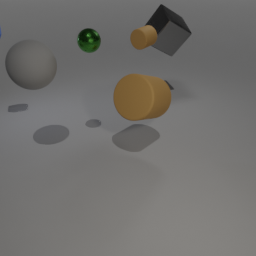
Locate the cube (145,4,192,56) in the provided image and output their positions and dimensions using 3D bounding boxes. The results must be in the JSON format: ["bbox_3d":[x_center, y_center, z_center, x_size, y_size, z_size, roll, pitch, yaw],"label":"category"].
[{"bbox_3d":[1.754,-4.416,12.748,1.400,1.400,1.400,16,43,-34],"label":"cube"}]

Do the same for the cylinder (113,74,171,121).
[{"bbox_3d":[0.478,-0.964,8.870,1.400,1.400,1.400,17,13,28],"label":"cylinder"}]

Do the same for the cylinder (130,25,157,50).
[{"bbox_3d":[0.554,-3.176,9.824,0.700,0.700,0.700,20,38,32],"label":"cylinder"}]

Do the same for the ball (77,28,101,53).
[{"bbox_3d":[-1.151,-2.577,8.272,0.700,0.700,0.700,0,28,0],"label":"ball"}]

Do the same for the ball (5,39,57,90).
[{"bbox_3d":[-2.741,-1.793,7.986,1.400,1.400,1.400,0,28,0],"label":"ball"}]
